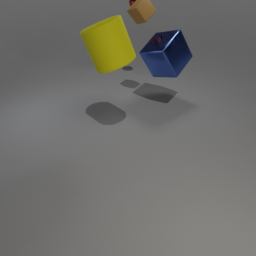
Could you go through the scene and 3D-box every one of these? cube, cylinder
[{"bbox_3d":[1.629,-3.134,11.951,1.400,1.400,1.400,13,59,48],"label":"cube"},{"bbox_3d":[0.542,-4.674,11.171,0.700,0.700,0.700,-52,32,-12],"label":"cube"},{"bbox_3d":[-0.627,-2.689,9.041,1.400,1.400,1.400,-19,26,10],"label":"cylinder"}]

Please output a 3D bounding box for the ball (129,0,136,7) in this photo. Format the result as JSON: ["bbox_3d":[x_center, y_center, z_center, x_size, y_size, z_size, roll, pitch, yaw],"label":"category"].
[{"bbox_3d":[0.394,-5.912,13.110,0.700,0.700,0.700,0,33,0],"label":"ball"}]
